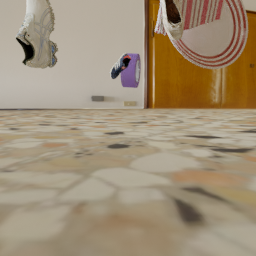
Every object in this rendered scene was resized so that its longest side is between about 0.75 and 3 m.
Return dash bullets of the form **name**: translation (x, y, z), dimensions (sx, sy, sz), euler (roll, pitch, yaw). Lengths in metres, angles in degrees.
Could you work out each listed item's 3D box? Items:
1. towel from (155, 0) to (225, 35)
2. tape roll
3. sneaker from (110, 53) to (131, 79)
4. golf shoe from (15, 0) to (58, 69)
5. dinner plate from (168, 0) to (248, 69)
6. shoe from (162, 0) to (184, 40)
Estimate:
- **towel**: translation (1.401, -2.874, 5.861), dimensions (2.032, 1.487, 0.304), euler (-25, 45, -30)
- **tape roll**: translation (0.125, -2.340, 11.429), dimensions (0.586, 1.379, 1.379), euler (6, 6, 11)
- **sneaker**: translation (-0.226, -1.912, 8.856), dimensions (0.345, 0.921, 0.389), euler (21, 19, -42)
- **golf shoe**: translation (-3.155, -3.310, 9.374), dimensions (1.034, 2.640, 1.283), euler (5, 18, 39)
- **dinner plate**: translation (2.156, -3.045, 7.824), dimensions (2.902, 2.902, 0.352), euler (-2, -3, -21)
- **shoe**: translation (0.798, -2.041, 5.113), dimensions (0.367, 1.049, 0.280), euler (-9, 44, 15)
